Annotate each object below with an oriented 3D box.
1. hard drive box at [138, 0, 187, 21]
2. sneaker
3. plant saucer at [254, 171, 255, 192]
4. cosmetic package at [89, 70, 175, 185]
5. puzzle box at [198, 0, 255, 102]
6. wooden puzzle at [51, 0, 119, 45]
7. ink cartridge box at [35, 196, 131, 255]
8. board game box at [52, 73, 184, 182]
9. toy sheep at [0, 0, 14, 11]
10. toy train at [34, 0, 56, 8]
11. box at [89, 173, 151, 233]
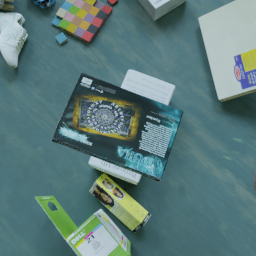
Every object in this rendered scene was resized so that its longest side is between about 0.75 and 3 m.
[{"bbox_3d":[0.890,-4.506,8.814,1.350,0.665,1.732,-34,80,-6],"label":"hard drive box"},{"bbox_3d":[-3.442,-2.691,8.430,0.752,0.660,1.877,-9,77,-5],"label":"sneaker"},{"bbox_3d":[4.941,1.564,7.564,2.847,0.521,2.847,0,77,1],"label":"plant saucer"},{"bbox_3d":[0.131,-0.008,7.652,1.420,1.034,2.794,20,77,5],"label":"cosmetic package"},{"bbox_3d":[3.203,-2.301,8.038,1.825,0.349,2.743,-16,76,30],"label":"puzzle box"},{"bbox_3d":[-1.443,-3.586,8.864,1.424,0.169,2.402,29,79,6],"label":"wooden puzzle"},{"bbox_3d":[-1.014,2.292,6.785,0.875,1.707,2.310,-40,81,-8],"label":"ink cartridge box"},{"bbox_3d":[-0.166,-0.031,5.212,2.091,0.294,1.414,21,73,1],"label":"board game box"},{"bbox_3d":[-4.216,-4.273,8.390,1.578,1.578,2.289,-2,80,-1],"label":"toy sheep"},{"bbox_3d":[-2.795,-4.226,8.902,0.968,0.420,0.553,36,71,9],"label":"toy train"},{"bbox_3d":[-0.230,1.976,7.386,1.654,0.623,0.415,39,45,8],"label":"box"}]
